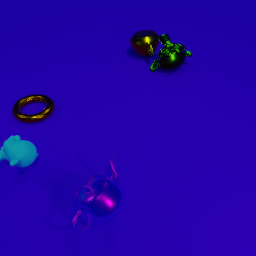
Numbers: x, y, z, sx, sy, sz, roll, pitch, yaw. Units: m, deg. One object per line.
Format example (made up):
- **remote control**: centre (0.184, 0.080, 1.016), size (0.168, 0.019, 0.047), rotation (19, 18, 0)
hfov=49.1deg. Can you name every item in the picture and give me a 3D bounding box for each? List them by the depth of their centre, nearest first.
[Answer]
- **teapot**: centre (-0.588, 1.324, 5.572), size (1.040, 0.819, 1.673), rotation (-7, 38, 44)
- **monkey head**: centre (-2.521, 0.634, 6.301), size (0.866, 1.204, 0.726), rotation (-45, 89, 2)
- **ring**: centre (-2.765, -0.592, 8.200), size (1.221, 0.244, 1.221), rotation (0, 42, 0)
- **monkey head**: centre (1.429, -2.592, 9.689), size (1.603, 0.966, 1.153), rotation (-22, 66, -2)
- **teapot**: centre (0.623, -3.137, 10.457), size (1.117, 0.879, 1.796), rotation (-15, 38, -8)
